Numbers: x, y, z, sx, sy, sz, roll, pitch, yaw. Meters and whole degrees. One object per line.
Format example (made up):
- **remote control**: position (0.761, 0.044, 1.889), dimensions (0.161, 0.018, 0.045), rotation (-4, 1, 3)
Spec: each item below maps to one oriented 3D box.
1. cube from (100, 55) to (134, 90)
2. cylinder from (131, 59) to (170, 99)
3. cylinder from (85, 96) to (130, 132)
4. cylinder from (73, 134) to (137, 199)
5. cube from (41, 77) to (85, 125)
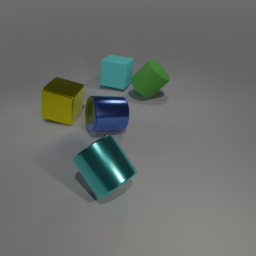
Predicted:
- **cube**: position (-0.589, -3.045, 15.145), dimensions (1.400, 1.400, 1.400), rotation (13, 28, 13)
- **cylinder**: position (1.096, -2.414, 13.847), dimensions (1.400, 1.400, 1.400), rotation (36, 30, -24)
- **cylinder**: position (-0.850, -0.572, 11.180), dimensions (1.400, 1.400, 1.400), rotation (-1, 30, -26)
- **cylinder**: position (-0.670, 1.114, 8.222), dimensions (1.400, 1.400, 1.400), rotation (-31, 84, -39)
- **cube**: position (-2.824, -1.186, 12.179), dimensions (1.400, 1.400, 1.400), rotation (16, 34, 4)
